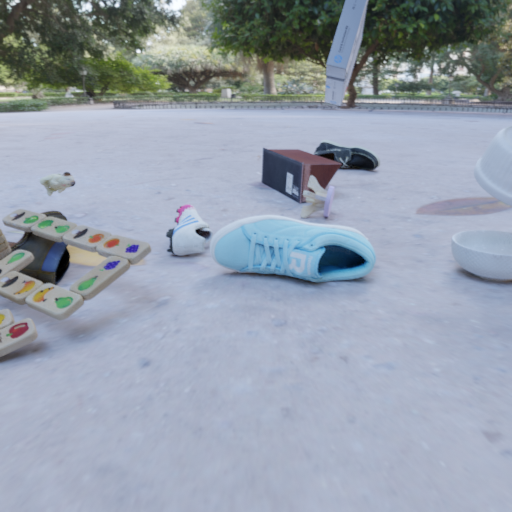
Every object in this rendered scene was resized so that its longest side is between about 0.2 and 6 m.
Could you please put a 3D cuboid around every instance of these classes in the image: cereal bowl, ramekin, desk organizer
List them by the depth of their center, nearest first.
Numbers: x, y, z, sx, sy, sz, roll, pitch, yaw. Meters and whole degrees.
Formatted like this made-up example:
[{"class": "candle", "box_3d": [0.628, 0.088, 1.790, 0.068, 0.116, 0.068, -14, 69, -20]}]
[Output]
[{"class": "ramekin", "box_3d": [4.257, -1.405, 8.692, 1.480, 0.777, 1.480, 6, 41, -5]}, {"class": "cereal bowl", "box_3d": [4.135, 0.037, 9.687, 1.490, 0.621, 1.490, 0, 18, 0]}, {"class": "desk organizer", "box_3d": [1.225, -2.385, 16.151, 1.181, 1.100, 3.068, -4, 19, -19]}]

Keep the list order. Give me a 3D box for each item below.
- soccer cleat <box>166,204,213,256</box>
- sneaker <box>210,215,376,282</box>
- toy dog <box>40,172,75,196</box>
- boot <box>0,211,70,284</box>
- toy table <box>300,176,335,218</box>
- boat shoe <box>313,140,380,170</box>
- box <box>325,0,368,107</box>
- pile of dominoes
[{"class": "soccer cleat", "box_3d": [-1.260, -0.501, 11.310, 0.839, 0.679, 1.943, 2, 25, 1]}, {"class": "sneaker", "box_3d": [0.641, -0.087, 9.402, 2.841, 1.050, 1.164, -2, 15, -4]}, {"class": "toy dog", "box_3d": [-3.593, -1.351, 10.298, 0.519, 0.362, 0.503, -6, 30, 19]}, {"class": "boot", "box_3d": [-3.663, -0.109, 10.057, 1.105, 0.852, 2.281, 12, 30, 5]}, {"class": "toy table", "box_3d": [1.482, -1.357, 13.354, 0.657, 1.031, 1.121, 13, -14, 10]}, {"class": "boat shoe", "box_3d": [3.152, -3.386, 19.772, 2.570, 0.923, 0.869, 21, 56, 35]}, {"class": "box", "box_3d": [1.458, -3.346, 9.117, 0.343, 1.301, 1.668, 17, -1, 8]}, {"class": "pile of dominoes", "box_3d": [-3.796, 0.106, 8.169, 3.665, 0.584, 2.857, 13, 42, 34]}]
